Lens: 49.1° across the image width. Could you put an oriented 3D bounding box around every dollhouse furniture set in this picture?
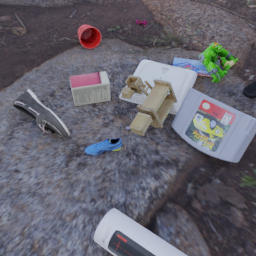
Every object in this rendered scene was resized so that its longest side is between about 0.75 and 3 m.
[{"bbox_3d":[0.413,-0.634,9.910,1.815,1.141,2.053,18,66,35],"label":"dollhouse furniture set"}]

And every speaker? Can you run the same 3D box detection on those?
[{"bbox_3d":[0.363,2.928,6.677,2.382,0.967,0.967,27,53,22],"label":"speaker"}]

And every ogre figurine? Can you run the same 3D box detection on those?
[{"bbox_3d":[3.723,-2.851,11.828,1.327,1.086,2.214,45,71,-1],"label":"ogre figurine"}]

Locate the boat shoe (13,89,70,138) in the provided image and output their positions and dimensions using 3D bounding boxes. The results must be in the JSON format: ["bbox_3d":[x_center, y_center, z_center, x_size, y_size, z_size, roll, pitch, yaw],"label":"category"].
[{"bbox_3d":[-3.055,-0.350,9.762,0.831,0.975,2.918,-41,54,-16],"label":"boat shoe"}]

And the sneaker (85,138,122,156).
[{"bbox_3d":[-0.812,0.555,9.166,1.258,0.493,0.415,-11,50,-8],"label":"sneaker"}]

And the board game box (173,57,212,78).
[{"bbox_3d":[2.899,-2.660,12.309,1.865,0.181,0.960,10,47,9],"label":"board game box"}]

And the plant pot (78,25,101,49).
[{"bbox_3d":[-1.930,-4.466,13.480,1.065,1.065,0.942,-18,40,-16],"label":"plant pot"}]

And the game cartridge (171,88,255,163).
[{"bbox_3d":[2.666,-0.048,9.002,2.514,1.673,0.514,33,19,33],"label":"game cartridge"}]

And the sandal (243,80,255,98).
[{"bbox_3d":[5.637,-1.786,11.393,2.215,0.499,0.832,-29,47,-6],"label":"sandal"}]

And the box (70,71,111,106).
[{"bbox_3d":[-1.441,-1.515,10.757,1.430,0.914,0.779,-10,48,-9],"label":"box"}]

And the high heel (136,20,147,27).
[{"bbox_3d":[0.726,-5.713,14.962,0.275,0.392,0.815,-36,57,-28],"label":"high heel"}]

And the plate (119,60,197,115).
[{"bbox_3d":[1.269,-1.822,11.269,2.560,0.415,2.565,17,54,17],"label":"plate"}]
